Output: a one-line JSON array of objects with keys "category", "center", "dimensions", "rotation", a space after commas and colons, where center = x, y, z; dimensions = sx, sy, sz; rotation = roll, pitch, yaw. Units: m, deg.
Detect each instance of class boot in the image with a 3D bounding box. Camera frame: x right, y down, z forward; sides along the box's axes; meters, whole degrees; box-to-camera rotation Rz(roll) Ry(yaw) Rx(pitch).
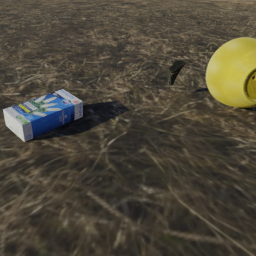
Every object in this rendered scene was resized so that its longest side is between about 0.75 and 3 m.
[{"category": "boot", "center": [1.626, -1.888, 9.614], "dimensions": [0.359, 0.642, 0.928], "rotation": [31, 49, 28]}]

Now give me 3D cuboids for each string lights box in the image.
[{"category": "string lights box", "center": [-2.324, -0.410, 7.883], "dimensions": [0.988, 0.567, 1.922], "rotation": [31, 42, 31]}]

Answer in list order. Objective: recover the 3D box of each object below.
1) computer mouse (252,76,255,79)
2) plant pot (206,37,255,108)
[{"category": "computer mouse", "center": [3.817, -1.679, 9.138], "dimensions": [1.756, 0.385, 0.963], "rotation": [19, 8, -13]}, {"category": "plant pot", "center": [3.496, -1.417, 8.005], "dimensions": [2.111, 2.111, 1.499], "rotation": [-1, 24, -2]}]
